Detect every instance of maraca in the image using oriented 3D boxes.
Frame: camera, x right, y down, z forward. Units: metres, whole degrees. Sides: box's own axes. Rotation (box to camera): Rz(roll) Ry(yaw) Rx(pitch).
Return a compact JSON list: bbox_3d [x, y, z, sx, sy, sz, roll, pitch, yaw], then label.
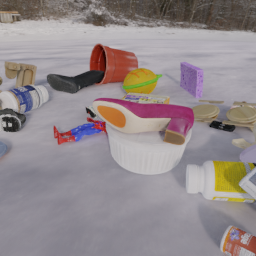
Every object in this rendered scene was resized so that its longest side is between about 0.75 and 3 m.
[{"bbox_3d":[0.793,-2.500,15.006,1.893,1.477,2.761,-2,19,28],"label":"maraca"}]

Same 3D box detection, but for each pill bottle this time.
[{"bbox_3d":[2.162,2.156,4.954,0.913,0.512,0.512,18,28,37],"label":"pill bottle"},{"bbox_3d":[-4.596,-1.300,12.535,1.135,1.135,2.045,12,25,28],"label":"pill bottle"},{"bbox_3d":[2.247,1.245,6.623,1.670,0.929,0.929,2,22,6],"label":"pill bottle"}]

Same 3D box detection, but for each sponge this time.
[{"bbox_3d":[3.484,-2.721,15.534,0.396,1.482,2.657,-6,23,-7],"label":"sponge"}]

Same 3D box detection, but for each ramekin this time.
[{"bbox_3d":[0.564,0.360,8.257,2.462,1.146,2.462,2,27,-1],"label":"ramekin"}]

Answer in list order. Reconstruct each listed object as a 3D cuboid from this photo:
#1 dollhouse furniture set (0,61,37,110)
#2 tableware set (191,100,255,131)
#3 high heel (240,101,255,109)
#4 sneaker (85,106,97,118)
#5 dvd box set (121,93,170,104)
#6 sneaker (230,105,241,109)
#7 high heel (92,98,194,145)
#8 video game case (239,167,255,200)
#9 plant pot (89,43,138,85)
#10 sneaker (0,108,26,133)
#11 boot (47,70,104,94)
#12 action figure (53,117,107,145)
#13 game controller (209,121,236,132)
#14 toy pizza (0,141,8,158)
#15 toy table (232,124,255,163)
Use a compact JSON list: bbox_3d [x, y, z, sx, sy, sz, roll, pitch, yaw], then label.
[{"bbox_3d":[-5.131,-1.759,12.792,2.358,2.242,1.921,-2,22,-46],"label":"dollhouse furniture set"},{"bbox_3d":[3.849,-0.458,11.330,2.743,0.550,1.813,8,35,33],"label":"tableware set"},{"bbox_3d":[5.561,-1.042,12.867,0.753,0.377,1.057,-20,20,-27],"label":"high heel"},{"bbox_3d":[-1.467,-0.747,12.175,0.506,0.381,1.083,-16,24,-22],"label":"sneaker"},{"bbox_3d":[0.581,-0.976,12.680,2.126,0.427,2.906,7,23,16],"label":"dvd box set"},{"bbox_3d":[4.889,-0.792,12.192,0.898,0.469,0.338,20,28,38],"label":"sneaker"},{"bbox_3d":[0.439,-0.469,7.413,2.618,0.882,1.256,16,45,13],"label":"high heel"},{"bbox_3d":[3.842,1.419,5.832,2.550,0.298,2.319,-21,55,-41],"label":"video game case"},{"bbox_3d":[-0.815,-3.909,17.578,2.413,2.481,2.481,-4,21,-31],"label":"plant pot"},{"bbox_3d":[-5.031,-0.370,10.815,2.405,0.799,1.088,8,21,10],"label":"sneaker"},{"bbox_3d":[-3.039,-2.977,16.614,2.275,0.906,2.761,25,39,23],"label":"boot"},{"bbox_3d":[-1.210,-0.015,10.110,2.781,0.719,0.910,-8,21,-26],"label":"action figure"},{"bbox_3d":[3.653,-0.060,10.843,0.935,0.197,0.488,16,42,34],"label":"game controller"},{"bbox_3d":[-4.587,0.816,8.528,1.729,0.274,1.729,1,23,0],"label":"toy pizza"},{"bbox_3d":[3.796,0.566,8.158,1.339,1.230,0.784,4,38,-12],"label":"toy table"}]
